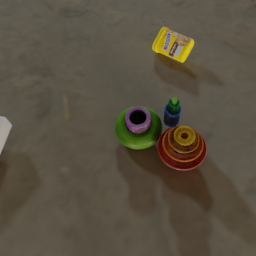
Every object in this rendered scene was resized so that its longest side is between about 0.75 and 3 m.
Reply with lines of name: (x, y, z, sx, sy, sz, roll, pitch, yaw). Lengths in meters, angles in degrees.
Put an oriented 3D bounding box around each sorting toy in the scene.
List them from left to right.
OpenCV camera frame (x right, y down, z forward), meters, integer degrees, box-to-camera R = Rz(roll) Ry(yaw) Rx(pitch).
sorting toy: (0.957, -0.046, 7.926, 2.861, 1.174, 1.719, 27, 66, 18)

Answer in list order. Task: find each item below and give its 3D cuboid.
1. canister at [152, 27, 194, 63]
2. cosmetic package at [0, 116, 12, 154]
canister: (1.754, -3.220, 10.858, 1.327, 0.574, 0.985, 31, 96, 22)
cosmetic package: (-4.491, 0.625, 7.847, 1.644, 0.563, 2.181, 6, 62, 8)
